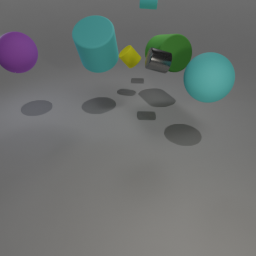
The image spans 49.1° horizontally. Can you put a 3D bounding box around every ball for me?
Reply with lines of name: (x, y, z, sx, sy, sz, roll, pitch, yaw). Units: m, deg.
ball: (2.281, -1.418, 7.924, 1.400, 1.400, 1.400, 0, 31, 0)
ball: (-3.870, -2.621, 9.755, 1.400, 1.400, 1.400, 0, 31, 0)

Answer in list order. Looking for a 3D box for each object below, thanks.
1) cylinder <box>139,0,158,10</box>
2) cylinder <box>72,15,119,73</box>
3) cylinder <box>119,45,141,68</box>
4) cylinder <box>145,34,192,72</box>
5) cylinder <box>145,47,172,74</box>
cylinder: (0.833, -5.134, 11.194, 0.700, 0.700, 0.700, 5, 31, 2)
cylinder: (-1.090, -2.887, 9.752, 1.400, 1.400, 1.400, -2, 66, 4)
cylinder: (0.078, -3.036, 11.955, 0.700, 0.700, 0.700, -33, 32, 24)
cylinder: (1.574, -2.971, 11.080, 1.400, 1.400, 1.400, -11, 19, -18)
cylinder: (0.991, -2.203, 9.159, 0.700, 0.700, 0.700, 12, 29, -12)
